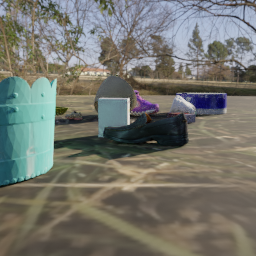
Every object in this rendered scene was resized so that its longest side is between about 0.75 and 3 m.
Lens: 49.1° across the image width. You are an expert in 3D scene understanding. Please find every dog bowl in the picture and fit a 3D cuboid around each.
[{"bbox_3d":[3.703,-1.273,14.259,2.524,0.994,2.524,0,8,0],"label":"dog bowl"}]

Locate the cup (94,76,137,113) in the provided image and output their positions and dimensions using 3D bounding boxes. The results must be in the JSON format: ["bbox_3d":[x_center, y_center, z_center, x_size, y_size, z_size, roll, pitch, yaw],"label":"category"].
[{"bbox_3d":[-0.696,-1.112,11.723,1.753,1.753,1.254,7,41,39],"label":"cup"}]

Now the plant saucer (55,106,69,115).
[{"bbox_3d":[-3.754,-0.797,13.214,1.445,0.346,1.442,-8,11,-41],"label":"plant saucer"}]

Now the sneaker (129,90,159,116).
[{"bbox_3d":[0.326,-1.221,13.220,1.093,1.201,2.717,-6,11,-42],"label":"sneaker"}]

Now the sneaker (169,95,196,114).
[{"bbox_3d":[2.457,-0.829,12.326,1.115,0.948,2.520,18,12,7],"label":"sneaker"}]

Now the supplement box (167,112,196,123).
[{"bbox_3d":[1.976,-0.395,10.484,0.576,0.322,1.058,-4,8,-25],"label":"supplement box"}]

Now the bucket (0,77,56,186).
[{"bbox_3d":[-2.113,-0.043,4.223,2.157,1.403,2.157,0,7,0],"label":"bucket"}]

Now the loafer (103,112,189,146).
[{"bbox_3d":[0.387,-0.016,6.424,1.977,0.715,0.720,0,9,8],"label":"loafer"}]

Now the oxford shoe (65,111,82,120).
[{"bbox_3d":[-2.199,-0.527,11.356,0.908,0.335,0.322,5,10,33],"label":"oxford shoe"}]

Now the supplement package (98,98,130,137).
[{"bbox_3d":[-0.355,-0.277,7.278,0.770,0.988,0.548,1,8,6],"label":"supplement package"}]
